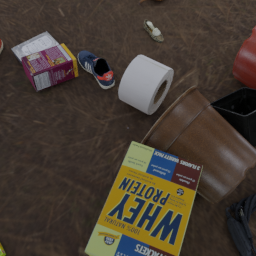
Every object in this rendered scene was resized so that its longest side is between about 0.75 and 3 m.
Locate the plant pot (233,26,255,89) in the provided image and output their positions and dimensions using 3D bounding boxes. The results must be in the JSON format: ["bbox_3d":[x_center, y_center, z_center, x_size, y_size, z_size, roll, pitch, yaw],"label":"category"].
[{"bbox_3d":[5.123,-1.902,8.743,2.953,2.953,2.872,-40,59,-21],"label":"plant pot"}]

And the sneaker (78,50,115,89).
[{"bbox_3d":[-1.141,-2.301,9.959,0.740,0.834,1.975,-36,65,-19],"label":"sneaker"}]

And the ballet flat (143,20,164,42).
[{"bbox_3d":[0.986,-3.890,11.112,0.400,0.444,1.180,-31,65,-10],"label":"ballet flat"}]

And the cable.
[{"bbox_3d":[3.763,2.907,7.122,2.069,0.644,2.536,-14,58,-14],"label":"cable"}]

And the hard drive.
[{"bbox_3d":[-3.474,-2.990,10.679,1.569,0.297,1.096,-34,65,-17],"label":"hard drive"}]

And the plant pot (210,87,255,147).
[{"bbox_3d":[3.521,-0.249,8.295,1.466,1.303,1.469,-26,25,-17],"label":"plant pot"}]

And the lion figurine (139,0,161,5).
[{"bbox_3d":[1.412,-6.318,12.402,1.565,0.926,2.555,14,74,-1],"label":"lion figurine"}]

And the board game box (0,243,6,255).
[{"bbox_3d":[-3.585,3.281,7.061,0.842,0.201,0.428,-34,65,-18],"label":"board game box"}]

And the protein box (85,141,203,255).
[{"bbox_3d":[0.392,2.091,6.464,1.645,2.420,2.438,18,61,10],"label":"protein box"}]

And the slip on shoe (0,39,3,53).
[{"bbox_3d":[-5.299,-2.455,10.075,0.970,0.801,2.618,8,62,3],"label":"slip on shoe"}]

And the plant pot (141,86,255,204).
[{"bbox_3d":[1.961,0.540,7.544,2.402,2.427,2.427,41,67,13],"label":"plant pot"}]

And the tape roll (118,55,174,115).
[{"bbox_3d":[0.582,-1.371,8.962,1.120,1.631,1.631,29,64,17],"label":"tape roll"}]

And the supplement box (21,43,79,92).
[{"bbox_3d":[-2.677,-2.105,9.698,1.604,0.828,1.050,-25,59,-20],"label":"supplement box"}]
